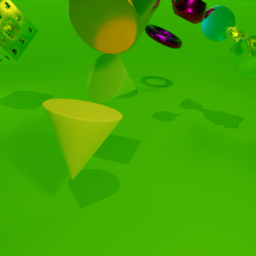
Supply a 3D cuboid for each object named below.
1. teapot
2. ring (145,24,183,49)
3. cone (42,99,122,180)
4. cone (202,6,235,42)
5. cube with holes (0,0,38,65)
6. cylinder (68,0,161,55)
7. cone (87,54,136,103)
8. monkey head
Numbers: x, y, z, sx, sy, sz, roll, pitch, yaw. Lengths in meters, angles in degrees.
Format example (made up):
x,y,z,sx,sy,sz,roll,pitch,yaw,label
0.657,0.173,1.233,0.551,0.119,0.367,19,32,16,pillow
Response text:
x,y,z,sx,sy,sz,roll,pitch,yaw,label
1.481,-2.780,6.417,1.304,0.639,0.811,11,29,-31,teapot
1.408,-3.607,11.048,1.634,0.327,1.634,20,31,-13,ring
-0.795,0.279,4.441,1.212,1.217,1.212,11,15,-3,cone
2.472,-2.984,8.083,0.922,0.922,0.925,0,18,0,cone
-3.960,-2.916,8.588,1.353,1.353,1.353,2,58,36,cube with holes
-0.169,-1.933,4.357,1.137,1.137,1.137,11,51,20,cylinder
-0.157,-0.952,6.044,1.027,1.027,1.031,25,9,39,cone
3.434,-1.992,7.324,1.370,1.904,1.147,-38,9,4,monkey head
